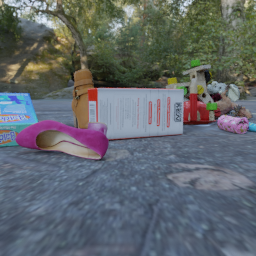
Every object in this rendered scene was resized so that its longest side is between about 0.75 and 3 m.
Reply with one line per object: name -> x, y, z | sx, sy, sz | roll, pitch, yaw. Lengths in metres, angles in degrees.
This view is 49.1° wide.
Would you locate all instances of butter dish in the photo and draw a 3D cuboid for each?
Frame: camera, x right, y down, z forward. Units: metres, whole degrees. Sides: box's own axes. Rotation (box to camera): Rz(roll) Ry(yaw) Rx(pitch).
butter dish -> 2.320, -0.677, 10.064 | 1.337, 0.988, 1.333 | -2, 9, -14

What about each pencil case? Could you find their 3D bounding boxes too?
pencil case -> 2.944, -0.119, 7.905 | 0.472, 0.451, 1.090 | -1, 6, -10

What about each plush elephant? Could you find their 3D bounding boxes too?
plush elephant -> 4.176, -1.380, 13.097 | 2.136, 1.654, 1.759 | -4, 8, -30

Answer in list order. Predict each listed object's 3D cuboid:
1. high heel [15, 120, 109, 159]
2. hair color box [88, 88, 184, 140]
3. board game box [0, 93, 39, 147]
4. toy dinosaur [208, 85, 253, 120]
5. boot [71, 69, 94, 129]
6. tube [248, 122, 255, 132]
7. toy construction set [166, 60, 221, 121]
high heel -> -1.182, 0.296, 4.817 | 1.715, 0.578, 0.823 | -1, 34, 1
hair color box -> 0.230, -0.388, 6.993 | 2.387, 1.212, 0.731 | -2, 7, -26
board game box -> -3.076, -0.264, 6.454 | 1.754, 0.519, 2.307 | -2, 23, -23
toy dinosaur -> 3.809, -0.736, 11.580 | 2.226, 1.509, 0.956 | -20, -40, 19
boot -> -1.054, -0.798, 8.009 | 0.869, 1.759, 2.266 | -3, 8, -23
tube -> 3.595, 0.004, 7.878 | 0.416, 0.271, 1.074 | -21, 22, -33
toy construction set -> 2.195, -1.395, 9.994 | 2.455, 2.262, 2.943 | 0, 3, 0
